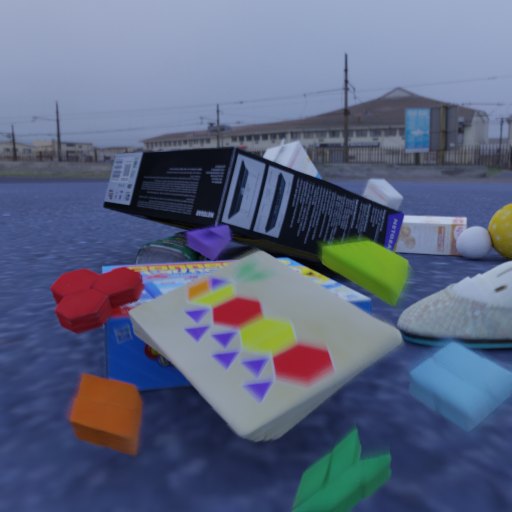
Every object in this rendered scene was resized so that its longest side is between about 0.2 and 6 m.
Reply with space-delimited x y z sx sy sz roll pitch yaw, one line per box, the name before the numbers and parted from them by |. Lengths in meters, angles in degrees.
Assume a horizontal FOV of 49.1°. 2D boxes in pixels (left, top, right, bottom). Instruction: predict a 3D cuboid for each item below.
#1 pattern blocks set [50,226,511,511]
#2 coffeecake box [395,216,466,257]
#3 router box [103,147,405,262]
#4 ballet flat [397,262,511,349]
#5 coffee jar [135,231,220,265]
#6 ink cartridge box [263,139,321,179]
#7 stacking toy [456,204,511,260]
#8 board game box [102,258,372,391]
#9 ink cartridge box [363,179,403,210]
pattern blocks set | -0.012 0.405 3.063 2.052 0.189 2.335 -20 32 -20
coffeecake box | 2.772 -0.370 9.497 1.481 0.541 1.137 3 10 20
router box | -0.200 -0.650 7.831 2.743 0.911 3.489 14 0 -34
ballet flat | 2.316 0.347 4.520 2.326 0.725 0.785 1 9 5
coffee jar | -0.891 0.046 6.771 0.693 0.567 1.329 12 11 9
ink cartridge box | 0.546 -1.423 9.786 0.686 1.095 0.704 -8 44 37
stacking toy | 3.984 -0.387 8.263 2.001 1.462 1.462 -15 6 12
board game box | -0.300 0.445 4.533 1.843 0.515 1.805 -3 10 -16
ink cartridge box | 2.390 -0.936 10.995 0.394 0.944 0.686 -5 41 -28
